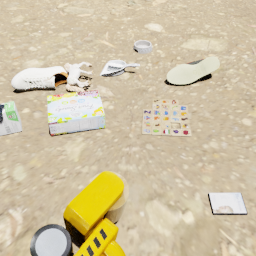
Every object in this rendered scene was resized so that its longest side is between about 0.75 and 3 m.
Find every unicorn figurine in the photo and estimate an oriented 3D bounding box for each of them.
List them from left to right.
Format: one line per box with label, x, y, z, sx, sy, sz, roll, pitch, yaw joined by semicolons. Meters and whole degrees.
unicorn figurine;-2.225;-2.357;12.188;1.384;0.744;2.015;2;45;9

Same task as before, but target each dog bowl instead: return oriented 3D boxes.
dog bowl;0.772;-4.243;14.581;1.021;0.299;1.021;-1;43;0

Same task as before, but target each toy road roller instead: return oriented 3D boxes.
toy road roller;-0.624;2.571;6.270;2.027;1.706;2.777;34;57;16

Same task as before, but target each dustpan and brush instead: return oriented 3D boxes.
dustpan and brush;-0.320;-2.798;12.860;1.763;0.504;1.230;9;44;9

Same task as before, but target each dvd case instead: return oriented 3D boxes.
dvd case;2.785;2.118;7.843;0.944;0.083;0.673;0;44;1

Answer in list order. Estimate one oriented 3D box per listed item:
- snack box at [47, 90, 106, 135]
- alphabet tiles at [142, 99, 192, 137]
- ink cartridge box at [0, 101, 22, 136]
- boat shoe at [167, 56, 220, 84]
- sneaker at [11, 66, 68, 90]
snack box;-1.929;-0.612;10.370;1.974;0.668;1.665;-9;43;-9
alphabet tiles;1.435;-0.443;10.639;1.753;0.079;2.097;3;43;3
ink cartridge box;-4.531;-0.256;9.736;1.391;1.015;0.585;-13;45;-14
boat shoe;2.817;-2.477;12.389;2.403;0.879;0.753;-20;3;-5
sneaker;-3.634;-2.022;11.758;2.339;0.852;0.990;-21;44;-23
